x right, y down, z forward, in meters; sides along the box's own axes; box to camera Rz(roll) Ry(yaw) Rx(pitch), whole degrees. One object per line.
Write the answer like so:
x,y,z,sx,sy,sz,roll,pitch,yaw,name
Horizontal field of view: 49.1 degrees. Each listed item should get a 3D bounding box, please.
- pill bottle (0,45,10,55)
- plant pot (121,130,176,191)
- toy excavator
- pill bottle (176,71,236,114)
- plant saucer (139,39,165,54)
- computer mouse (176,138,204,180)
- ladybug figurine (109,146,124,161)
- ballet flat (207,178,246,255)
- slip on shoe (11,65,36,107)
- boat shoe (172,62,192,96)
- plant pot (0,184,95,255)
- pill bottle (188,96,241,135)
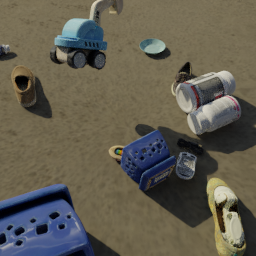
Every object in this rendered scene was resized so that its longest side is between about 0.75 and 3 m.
-6.101,-3.769,13.506,0.763,0.424,0.424,-19,52,-16,pill bottle
0.663,1.085,8.751,1.365,1.365,1.227,-26,61,-21,plant pot
-1.253,-3.385,9.520,1.300,2.603,2.531,24,24,39,toy excavator
3.061,-1.452,10.974,2.124,1.231,1.231,-21,52,-17,pill bottle
1.193,-3.960,13.792,1.275,0.245,1.275,0,50,1,plant saucer
1.948,1.099,9.365,0.944,0.378,1.722,19,46,10,computer mouse
-0.255,0.893,9.558,0.842,0.303,0.571,16,51,13,ladybug figurine
2.809,2.387,7.915,0.897,0.897,2.538,3,49,3,ballet flat
-4.408,-1.964,11.718,0.958,0.763,2.520,-13,50,-11,slip on shoe
2.330,-2.104,11.924,0.708,0.638,1.968,16,51,13,boat shoe
-2.113,2.813,6.677,2.298,2.298,2.066,-16,44,-15,plant pot
3.139,-0.456,10.272,1.747,0.991,0.991,-22,53,-17,pill bottle
